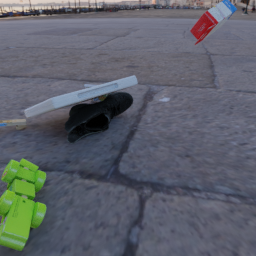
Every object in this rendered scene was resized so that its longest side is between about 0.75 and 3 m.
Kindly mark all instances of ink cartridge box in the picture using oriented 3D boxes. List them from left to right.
[{"bbox_3d":[2.728,-3.498,9.263,1.615,0.938,0.543,-38,86,-27],"label":"ink cartridge box"}]

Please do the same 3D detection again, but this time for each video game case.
[{"bbox_3d":[-1.500,-0.900,8.351,2.567,0.324,2.818,-21,8,-32],"label":"video game case"},{"bbox_3d":[-0.982,-1.253,10.342,1.077,0.980,0.119,5,64,11],"label":"video game case"}]

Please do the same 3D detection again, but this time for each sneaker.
[{"bbox_3d":[-0.783,-0.381,8.683,2.667,0.801,1.391,-18,31,-22],"label":"sneaker"}]

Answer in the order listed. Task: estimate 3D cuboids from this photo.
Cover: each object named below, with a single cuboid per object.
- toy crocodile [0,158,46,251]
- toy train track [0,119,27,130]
[{"bbox_3d":[-2.049,1.313,5.293,0.772,0.707,2.288,28,19,-28],"label":"toy crocodile"},{"bbox_3d":[-4.454,0.067,8.182,2.814,0.458,1.614,-5,19,-23],"label":"toy train track"}]
